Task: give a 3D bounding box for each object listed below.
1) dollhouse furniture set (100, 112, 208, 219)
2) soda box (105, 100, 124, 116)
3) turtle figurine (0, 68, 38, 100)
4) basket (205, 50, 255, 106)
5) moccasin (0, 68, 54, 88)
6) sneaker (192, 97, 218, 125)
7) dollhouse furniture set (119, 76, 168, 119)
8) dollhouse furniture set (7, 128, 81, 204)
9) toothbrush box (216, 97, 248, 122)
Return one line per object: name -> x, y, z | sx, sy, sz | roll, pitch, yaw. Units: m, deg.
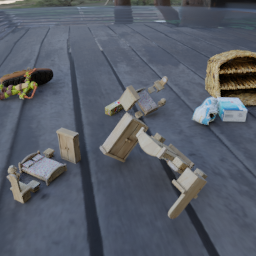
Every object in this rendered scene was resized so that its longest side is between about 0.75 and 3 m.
dollhouse furniture set -> 0.770, 1.037, 7.404 | 1.519, 1.298, 2.931 | 29, 11, -44
soda box -> -0.521, -0.831, 11.356 | 0.323, 0.305, 0.953 | 19, 34, 30
turtle figurine -> -4.836, -1.832, 12.644 | 1.815, 0.725, 2.251 | -11, 48, 0
basket -> 4.999, -2.226, 12.121 | 2.767, 1.975, 2.061 | -2, 28, -2
moccasin -> -4.944, -2.466, 13.758 | 2.522, 0.922, 0.973 | -21, 43, -17
sneaker -> 3.100, -0.631, 10.766 | 0.700, 0.663, 1.734 | 29, 43, 22
dollhouse furniture set -> 0.849, -1.246, 10.935 | 2.056, 0.910, 1.065 | -27, 78, -33
dollhouse furniture set -> -2.434, 0.877, 7.671 | 1.127, 0.963, 2.175 | 16, 34, 26
toothbrush box -> 4.025, -0.737, 10.979 | 0.882, 0.514, 1.204 | 2, 28, 3
